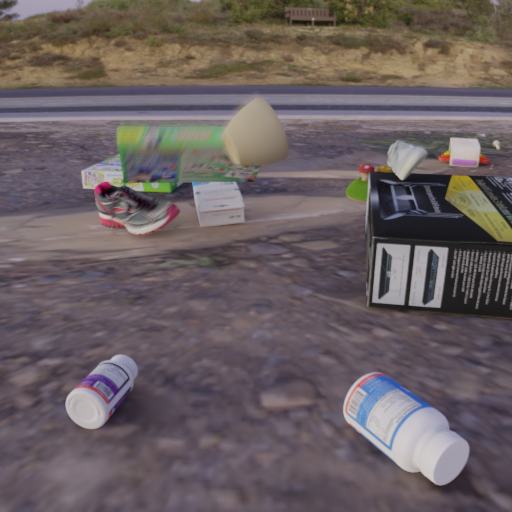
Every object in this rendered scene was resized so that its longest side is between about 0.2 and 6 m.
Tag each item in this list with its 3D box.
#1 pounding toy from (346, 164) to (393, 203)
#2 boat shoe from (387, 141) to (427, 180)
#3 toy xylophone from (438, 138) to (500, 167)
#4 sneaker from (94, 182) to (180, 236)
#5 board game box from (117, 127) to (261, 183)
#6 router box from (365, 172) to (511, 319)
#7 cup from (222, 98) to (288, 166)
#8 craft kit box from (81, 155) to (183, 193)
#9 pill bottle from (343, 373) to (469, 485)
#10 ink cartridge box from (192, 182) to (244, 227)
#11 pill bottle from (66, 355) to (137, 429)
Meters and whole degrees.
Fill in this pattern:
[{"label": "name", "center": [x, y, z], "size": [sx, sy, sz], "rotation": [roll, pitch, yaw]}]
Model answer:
[{"label": "pounding toy", "center": [2.858, -1.684, 12.573], "size": [1.663, 0.772, 1.284], "rotation": [12, 24, 29]}, {"label": "boat shoe", "center": [2.359, -1.575, 9.096], "size": [0.537, 0.526, 1.507], "rotation": [44, 8, 4]}, {"label": "toy xylophone", "center": [6.359, -3.097, 16.606], "size": [1.598, 0.548, 2.183], "rotation": [10, 23, 24]}, {"label": "sneaker", "center": [-2.252, -0.884, 10.186], "size": [1.985, 0.741, 0.800], "rotation": [9, 36, 34]}, {"label": "board game box", "center": [-1.101, -1.719, 9.734], "size": [2.451, 0.357, 1.649], "rotation": [-2, -14, -11]}, {"label": "router box", "center": [3.306, -0.362, 8.678], "size": [3.142, 1.044, 3.996], "rotation": [4, 21, 10]}, {"label": "cup", "center": [-0.070, -1.429, 6.834], "size": [0.581, 0.812, 0.812], "rotation": [-28, 28, -13]}, {"label": "craft kit box", "center": [-2.868, -2.113, 14.136], "size": [2.237, 0.543, 2.209], "rotation": [3, 24, 9]}, {"label": "pill bottle", "center": [1.240, 1.436, 4.676], "size": [0.554, 0.554, 0.987], "rotation": [-12, 25, -29]}, {"label": "ink cartridge box", "center": [-0.734, -1.012, 10.936], "size": [0.879, 0.506, 1.518], "rotation": [-7, 30, -7]}, {"label": "pill bottle", "center": [-1.433, 1.258, 5.333], "size": [0.415, 0.415, 0.744], "rotation": [6, 21, 14]}]
